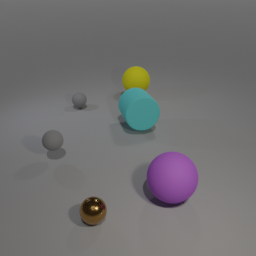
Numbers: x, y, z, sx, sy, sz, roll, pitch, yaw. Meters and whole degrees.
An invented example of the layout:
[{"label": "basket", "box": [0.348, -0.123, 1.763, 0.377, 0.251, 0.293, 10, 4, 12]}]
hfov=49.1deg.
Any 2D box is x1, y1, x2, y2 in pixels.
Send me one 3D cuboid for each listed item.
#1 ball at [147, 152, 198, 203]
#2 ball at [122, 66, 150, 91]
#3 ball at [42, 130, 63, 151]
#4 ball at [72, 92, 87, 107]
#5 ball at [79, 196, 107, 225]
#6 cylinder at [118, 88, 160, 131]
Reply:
[{"label": "ball", "box": [1.213, 1.347, 7.688, 1.400, 1.400, 1.400, 0, 29, 0]}, {"label": "ball", "box": [0.408, -2.399, 14.162, 1.400, 1.400, 1.400, 0, 29, 0]}, {"label": "ball", "box": [-2.521, 0.414, 9.384, 0.700, 0.700, 0.700, 0, 29, 0]}, {"label": "ball", "box": [-2.307, -1.346, 13.281, 0.700, 0.700, 0.700, 0, 29, 0]}, {"label": "ball", "box": [-0.892, 2.113, 7.186, 0.700, 0.700, 0.700, 0, 29, 0]}, {"label": "cylinder", "box": [0.427, -0.794, 11.438, 1.400, 1.400, 1.400, -7, 25, -12]}]
